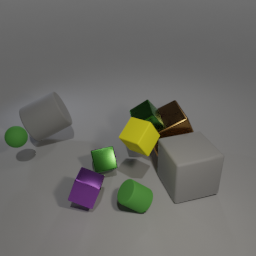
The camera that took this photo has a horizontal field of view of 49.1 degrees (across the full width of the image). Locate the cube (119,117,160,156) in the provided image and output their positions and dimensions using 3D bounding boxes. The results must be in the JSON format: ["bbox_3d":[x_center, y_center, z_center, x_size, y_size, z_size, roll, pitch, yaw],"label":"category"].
[{"bbox_3d":[0.315,0.233,7.631,0.700,0.700,0.700,17,68,39],"label":"cube"}]

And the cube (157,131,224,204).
[{"bbox_3d":[1.769,1.121,8.265,1.400,1.400,1.400,-10,31,-13],"label":"cube"}]

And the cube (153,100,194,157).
[{"bbox_3d":[1.419,0.170,9.526,1.400,1.400,1.400,-27,30,7],"label":"cube"}]

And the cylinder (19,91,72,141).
[{"bbox_3d":[-3.006,-0.424,10.339,1.400,1.400,1.400,-28,33,0],"label":"cylinder"}]

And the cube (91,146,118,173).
[{"bbox_3d":[-0.763,1.012,8.850,0.700,0.700,0.700,-12,-8,-8],"label":"cube"}]

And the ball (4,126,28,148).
[{"bbox_3d":[-3.571,0.284,8.953,0.700,0.700,0.700,0,30,0],"label":"ball"}]

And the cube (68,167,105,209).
[{"bbox_3d":[-1.115,1.608,7.563,0.700,0.700,0.700,21,21,-3],"label":"cube"}]

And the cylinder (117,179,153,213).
[{"bbox_3d":[0.191,1.823,7.523,0.700,0.700,0.700,33,16,-29],"label":"cylinder"}]

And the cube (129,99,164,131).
[{"bbox_3d":[0.567,-0.298,8.587,0.700,0.700,0.700,-31,48,20],"label":"cube"}]
